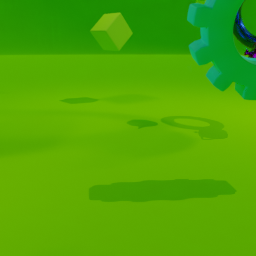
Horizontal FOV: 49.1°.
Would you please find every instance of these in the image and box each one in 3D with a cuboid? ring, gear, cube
[{"bbox_3d":[3.257,-2.789,7.115,0.347,1.737,1.737,-33,27,-15],"label":"ring"},{"bbox_3d":[1.741,-1.309,3.449,1.938,1.938,0.358,0,30,-1],"label":"gear"},{"bbox_3d":[-0.617,-3.597,10.522,0.963,0.963,0.963,19,68,45],"label":"cube"}]

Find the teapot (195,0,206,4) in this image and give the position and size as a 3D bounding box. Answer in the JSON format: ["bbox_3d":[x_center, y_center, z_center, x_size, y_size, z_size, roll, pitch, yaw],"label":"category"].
[{"bbox_3d":[2.006,-3.153,6.834,0.849,1.366,0.669,3,-25,31],"label":"teapot"}]

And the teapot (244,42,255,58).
[{"bbox_3d":[3.020,-1.608,6.455,0.701,0.890,1.431,22,-15,9],"label":"teapot"}]
